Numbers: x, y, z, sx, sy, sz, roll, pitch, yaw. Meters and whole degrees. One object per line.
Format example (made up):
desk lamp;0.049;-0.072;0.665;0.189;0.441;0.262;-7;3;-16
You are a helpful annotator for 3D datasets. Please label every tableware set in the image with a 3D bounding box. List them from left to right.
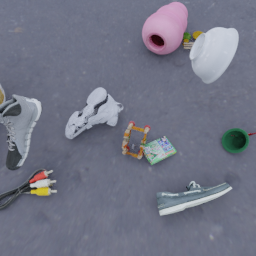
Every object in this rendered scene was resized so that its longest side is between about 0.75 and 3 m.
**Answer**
tableware set;3.576;-4.128;13.477;1.990;0.305;1.341;2;59;2

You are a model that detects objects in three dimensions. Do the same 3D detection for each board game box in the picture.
board game box;1.169;0.837;10.691;1.173;0.171;0.790;-21;64;-25

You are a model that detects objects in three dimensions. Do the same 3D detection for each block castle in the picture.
block castle;0.292;0.441;10.481;0.858;1.285;0.603;15;22;7

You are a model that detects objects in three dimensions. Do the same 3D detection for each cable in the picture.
cable;-3.679;2.091;9.912;2.326;0.585;1.129;-15;63;-8

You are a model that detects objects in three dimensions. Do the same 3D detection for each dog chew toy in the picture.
dog chew toy;1.886;-4.789;13.029;1.862;1.862;2.991;24;56;12

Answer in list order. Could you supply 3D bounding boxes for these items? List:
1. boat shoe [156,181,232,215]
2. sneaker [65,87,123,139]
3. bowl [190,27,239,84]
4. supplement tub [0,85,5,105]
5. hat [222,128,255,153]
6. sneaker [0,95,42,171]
boat shoe;2.240;2.238;9.634;2.645;0.963;0.817;-17;67;-3
sneaker;-1.293;-0.325;10.977;2.445;1.405;0.919;-48;38;15
bowl;2.610;-2.480;9.115;0.859;1.911;1.911;20;61;-13
supplement tub;-5.873;-1.447;10.425;2.100;2.908;2.100;3;59;-5
hat;4.416;0.547;11.018;1.169;1.029;0.968;-7;77;34
sneaker;-3.758;0.077;8.818;0.915;1.408;2.438;12;84;37
